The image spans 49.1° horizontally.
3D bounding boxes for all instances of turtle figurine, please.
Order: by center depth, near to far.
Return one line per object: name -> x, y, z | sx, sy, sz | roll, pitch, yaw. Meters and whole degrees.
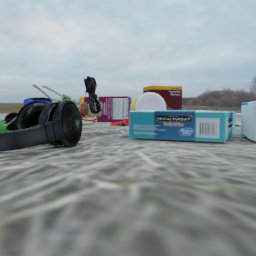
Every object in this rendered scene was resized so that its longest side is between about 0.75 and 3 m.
turtle figurine -> -1.383, -0.598, 6.470 | 1.422, 1.466, 1.055 | -9, -15, -5

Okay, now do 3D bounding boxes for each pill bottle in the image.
pill bottle -> 0.865, -0.940, 13.509 | 1.410, 1.410, 2.508 | 0, 3, -7

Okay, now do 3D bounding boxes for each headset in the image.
headset -> -1.475, -0.268, 5.245 | 1.549, 1.179, 2.508 | 4, 17, 42

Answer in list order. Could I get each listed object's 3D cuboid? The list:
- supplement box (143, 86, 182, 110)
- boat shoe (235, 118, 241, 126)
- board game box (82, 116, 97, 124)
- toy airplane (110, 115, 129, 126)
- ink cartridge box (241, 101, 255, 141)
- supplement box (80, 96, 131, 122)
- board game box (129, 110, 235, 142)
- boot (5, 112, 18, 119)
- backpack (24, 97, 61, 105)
supplement box -> 1.965, -1.396, 16.091 | 1.931, 1.957, 1.300 | -1, 4, -16
boat shoe -> 4.581, -0.276, 11.665 | 0.376, 0.328, 1.022 | 2, 5, 32
board game box -> -2.354, -0.357, 12.568 | 1.570, 0.364, 1.190 | -3, 5, -35
toy airplane -> 0.051, -0.320, 11.659 | 1.512, 0.278, 1.512 | -6, 13, 1
ink cartridge box -> 3.581, -0.151, 5.942 | 2.004, 0.861, 1.468 | -1, 4, 11
supplement box -> -1.167, -1.048, 15.372 | 2.657, 1.371, 1.739 | 0, 4, 3
board game box -> 1.493, -0.125, 6.965 | 2.039, 0.634, 2.700 | 2, 4, 24
boot -> -4.140, -0.386, 11.501 | 1.425, 0.544, 1.197 | -6, -1, 9
backpack -> -3.297, -0.650, 11.009 | 1.346, 1.129, 1.093 | -3, 12, -39
